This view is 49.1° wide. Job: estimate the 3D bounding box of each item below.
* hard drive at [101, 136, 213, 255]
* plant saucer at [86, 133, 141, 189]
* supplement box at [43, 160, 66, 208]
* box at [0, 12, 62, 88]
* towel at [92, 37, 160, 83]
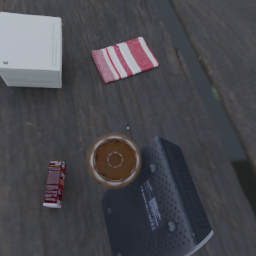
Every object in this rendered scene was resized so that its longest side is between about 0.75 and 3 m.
[{"bbox_3d":[0.324,1.559,5.013,0.588,2.779,1.875,0,57,-27],"label":"hard drive"},{"bbox_3d":[-0.199,0.485,4.219,0.849,0.136,0.849,2,78,-11],"label":"plant saucer"},{"bbox_3d":[-1.620,1.250,6.254,0.302,0.540,0.992,3,71,-2],"label":"supplement box"},{"bbox_3d":[-2.515,-1.982,7.393,1.525,1.306,1.517,1,79,-11],"label":"box"},{"bbox_3d":[-0.094,-2.086,8.453,1.760,0.200,1.268,-20,63,-11],"label":"towel"}]
